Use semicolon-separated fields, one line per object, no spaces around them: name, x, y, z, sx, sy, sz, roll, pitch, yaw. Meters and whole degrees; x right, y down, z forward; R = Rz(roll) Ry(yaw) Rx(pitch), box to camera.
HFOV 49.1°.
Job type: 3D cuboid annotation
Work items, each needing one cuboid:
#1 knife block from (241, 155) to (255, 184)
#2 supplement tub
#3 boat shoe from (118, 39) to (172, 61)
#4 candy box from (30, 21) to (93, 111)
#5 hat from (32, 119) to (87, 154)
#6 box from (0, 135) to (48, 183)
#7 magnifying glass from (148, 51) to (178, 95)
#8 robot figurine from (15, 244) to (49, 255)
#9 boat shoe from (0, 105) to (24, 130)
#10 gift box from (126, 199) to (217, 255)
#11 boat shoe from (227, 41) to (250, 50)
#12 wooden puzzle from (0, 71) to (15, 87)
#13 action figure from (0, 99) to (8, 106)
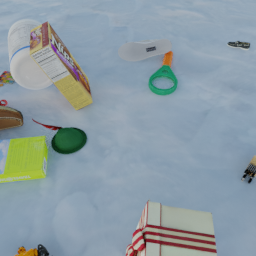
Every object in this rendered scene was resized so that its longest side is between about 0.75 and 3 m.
knife block;3.710;1.246;8.350;0.313;0.860;0.979;33;10;26
supplement tub;-3.855;-2.994;11.293;1.794;1.794;2.719;-14;47;-13
boat shoe;0.749;-3.550;12.535;2.371;0.853;0.779;-13;16;6
candy box;-2.277;-2.094;9.773;0.773;2.738;1.598;-24;47;8
hat;-2.000;0.065;8.800;1.356;1.193;1.123;-35;56;-28
box;-3.609;0.955;8.404;2.249;0.536;1.371;-5;47;-5
magnifying glass;1.567;-2.367;11.761;1.154;0.325;2.900;9;49;8
robot figurine;-2.174;3.478;6.025;1.328;0.533;1.832;-15;49;-14
boat shoe;-4.855;-0.066;9.164;2.723;1.030;1.006;-3;61;-5
gift box;0.845;2.604;6.175;1.674;1.654;1.793;9;42;-4
boat shoe;5.234;-3.968;13.230;1.034;0.312;0.391;13;48;12
wooden puzzle;-4.967;-2.093;11.611;0.706;0.084;1.191;8;47;8
action figure;-5.383;-0.757;9.717;2.211;1.094;0.721;-20;50;-22
